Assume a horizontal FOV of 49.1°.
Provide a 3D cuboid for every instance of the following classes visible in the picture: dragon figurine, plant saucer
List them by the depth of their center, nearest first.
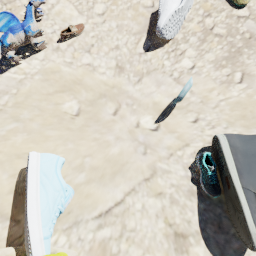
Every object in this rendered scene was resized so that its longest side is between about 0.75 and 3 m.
[{"bbox_3d":[1.434,-0.919,7.125,0.164,0.850,0.850,35,70,7],"label":"plant saucer"},{"bbox_3d":[-3.388,-2.720,8.100,2.975,0.876,1.479,-39,71,-17],"label":"dragon figurine"}]

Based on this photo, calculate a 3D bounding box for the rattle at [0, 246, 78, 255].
[{"bbox_3d":[-2.395,3.104,5.215,2.806,1.827,2.004,-2,93,5],"label":"rattle"}]

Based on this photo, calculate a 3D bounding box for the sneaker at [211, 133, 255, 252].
[{"bbox_3d":[2.900,1.243,6.196,1.407,0.990,2.648,-7,64,-1],"label":"sneaker"}]

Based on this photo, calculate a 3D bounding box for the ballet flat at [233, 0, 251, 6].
[{"bbox_3d":[3.921,-5.180,9.264,0.873,0.873,2.469,16,67,7],"label":"ballet flat"}]

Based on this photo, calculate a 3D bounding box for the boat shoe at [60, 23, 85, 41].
[{"bbox_3d":[-1.686,-2.968,8.524,0.859,0.308,0.325,-38,71,-16],"label":"boat shoe"}]

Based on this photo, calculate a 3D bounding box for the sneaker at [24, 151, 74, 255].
[{"bbox_3d":[-1.626,1.611,5.953,1.049,0.946,2.560,3,56,-21],"label":"sneaker"}]

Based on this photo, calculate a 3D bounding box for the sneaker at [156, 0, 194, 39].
[{"bbox_3d":[1.284,-3.571,8.617,0.897,0.851,2.229,21,61,20],"label":"sneaker"}]

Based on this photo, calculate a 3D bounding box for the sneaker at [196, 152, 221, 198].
[{"bbox_3d":[1.907,1.060,6.563,0.433,0.509,1.117,-13,67,-6],"label":"sneaker"}]
